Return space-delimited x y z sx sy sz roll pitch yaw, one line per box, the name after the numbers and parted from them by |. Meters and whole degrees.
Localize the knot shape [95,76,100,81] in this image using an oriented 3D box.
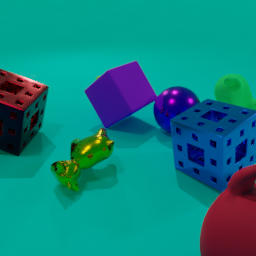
-0.562 -1.491 9.194 1.030 0.508 1.100 11 34 -15 | knot shape

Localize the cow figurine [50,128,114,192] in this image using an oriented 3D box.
-0.814 0.575 5.273 1.244 0.683 1.224 -25 21 5 | cow figurine

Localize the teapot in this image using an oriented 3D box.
1.388 1.147 2.798 1.284 2.066 1.012 -17 6 -36 | teapot

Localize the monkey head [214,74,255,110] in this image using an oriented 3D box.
3.010 -0.934 7.515 1.323 1.108 1.839 -5 2 23 | monkey head

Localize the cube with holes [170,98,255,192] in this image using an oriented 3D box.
1.643 0.259 5.332 1.126 1.126 1.126 -28 33 -30 | cube with holes

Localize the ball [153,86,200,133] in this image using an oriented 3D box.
1.202 -0.440 6.869 1.172 1.172 1.172 0 28 0 | ball

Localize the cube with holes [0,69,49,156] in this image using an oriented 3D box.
-2.673 -0.380 6.265 1.222 1.222 1.222 20 33 -2 | cube with holes

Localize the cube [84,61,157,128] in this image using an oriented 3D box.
-0.178 -0.857 7.193 1.145 1.145 1.145 -31 1 -44 | cube
